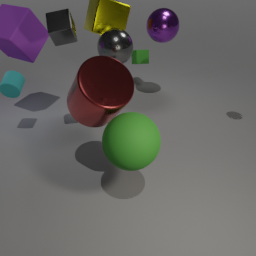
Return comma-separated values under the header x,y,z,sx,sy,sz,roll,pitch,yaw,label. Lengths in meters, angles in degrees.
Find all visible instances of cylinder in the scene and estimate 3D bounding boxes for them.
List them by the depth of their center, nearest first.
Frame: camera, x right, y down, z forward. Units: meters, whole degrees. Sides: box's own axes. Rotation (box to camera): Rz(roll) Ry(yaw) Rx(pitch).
x,y,z,sx,sy,sz,roll,pitch,yaw,label
-0.732,-0.873,7.094,1.400,1.400,1.400,7,70,-20,cylinder
-4.066,-1.534,9.848,0.700,0.700,0.700,1,51,1,cylinder

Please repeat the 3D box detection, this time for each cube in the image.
x,y,z,sx,sy,sz,roll,pitch,yaw,label
-1.961,-2.968,8.304,0.700,0.700,0.700,-12,73,1,cube
-4.072,-3.485,10.374,1.400,1.400,1.400,18,75,23,cube
-0.910,-4.675,11.885,1.400,1.400,1.400,6,21,-26,cube
0.631,-3.691,14.554,0.700,0.700,0.700,-8,15,-21,cube

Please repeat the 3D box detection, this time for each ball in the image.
x,y,z,sx,sy,sz,roll,pitch,yaw,label
0.080,0.317,6.691,1.400,1.400,1.400,0,31,0,ball
-0.493,-3.139,10.864,1.400,1.400,1.400,0,31,0,ball
1.479,-4.349,11.908,1.400,1.400,1.400,0,31,0,ball
